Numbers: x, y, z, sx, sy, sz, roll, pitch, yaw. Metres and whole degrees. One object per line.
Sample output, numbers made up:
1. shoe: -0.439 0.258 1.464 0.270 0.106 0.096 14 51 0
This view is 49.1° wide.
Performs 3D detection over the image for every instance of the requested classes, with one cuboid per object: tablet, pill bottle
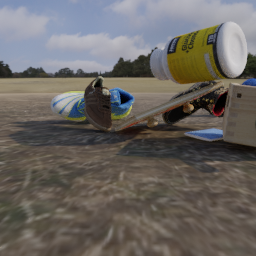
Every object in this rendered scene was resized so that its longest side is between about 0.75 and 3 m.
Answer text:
1. tablet: 1.987 0.159 6.592 1.194 0.082 0.777 -7 14 -38
2. pill bottle: 1.582 -1.673 6.672 1.187 1.187 2.119 -8 6 -43

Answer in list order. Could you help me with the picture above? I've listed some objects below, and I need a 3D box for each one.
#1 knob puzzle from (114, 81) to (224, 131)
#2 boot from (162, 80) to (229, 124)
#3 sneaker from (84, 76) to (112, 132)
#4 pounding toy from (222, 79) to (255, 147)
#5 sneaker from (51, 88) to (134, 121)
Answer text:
1. knob puzzle: 0.870 -0.331 7.330 2.902 0.402 2.902 -23 -1 0
2. boot: 2.103 -0.676 8.199 2.045 0.748 1.540 -34 25 -7
3. sneaker: -0.801 -0.744 7.750 0.704 0.755 1.998 15 31 -32
4. pounding toy: 2.889 -0.410 5.225 1.924 1.486 2.090 9 13 16
5. sneaker: -1.043 -0.921 9.165 2.769 1.049 1.455 -3 -18 -28
